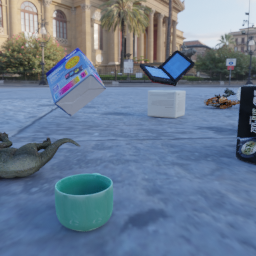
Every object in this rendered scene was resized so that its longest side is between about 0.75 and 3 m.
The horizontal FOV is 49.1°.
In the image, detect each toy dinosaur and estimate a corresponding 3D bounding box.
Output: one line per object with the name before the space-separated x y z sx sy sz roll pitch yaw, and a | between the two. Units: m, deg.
toy dinosaur | 5.066 -1.335 14.740 1.401 1.054 2.064 -25 42 -34
toy dinosaur | -1.827 0.524 4.605 2.022 0.778 1.034 6 23 -5

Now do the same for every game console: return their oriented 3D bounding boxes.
game console | 1.144 -1.923 8.572 1.173 0.808 1.361 5 30 -21

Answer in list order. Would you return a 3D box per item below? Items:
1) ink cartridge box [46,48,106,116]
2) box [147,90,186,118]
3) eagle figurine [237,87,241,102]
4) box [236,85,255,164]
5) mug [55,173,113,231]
ink cartridge box | -1.771 -1.591 9.002 1.459 0.816 2.139 -37 44 7
box | 1.628 -1.033 11.714 1.256 1.081 1.262 6 10 29
eagle figurine | 4.204 -0.581 8.316 1.398 1.406 1.853 -4 10 -9
box | 3.032 -0.121 5.557 1.776 1.454 0.765 -7 13 -33
mug | -0.429 0.816 3.110 0.621 0.467 0.756 10 14 43
